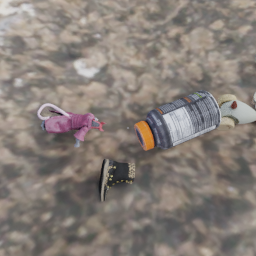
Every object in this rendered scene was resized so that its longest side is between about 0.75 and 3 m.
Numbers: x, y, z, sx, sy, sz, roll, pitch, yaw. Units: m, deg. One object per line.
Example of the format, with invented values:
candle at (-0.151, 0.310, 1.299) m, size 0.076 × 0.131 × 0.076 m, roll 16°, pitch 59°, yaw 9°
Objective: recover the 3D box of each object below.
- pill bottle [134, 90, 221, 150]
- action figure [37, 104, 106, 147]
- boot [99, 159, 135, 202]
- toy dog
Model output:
pill bottle at (1.329, -0.145, 7.850) m, size 2.241 × 1.190 × 1.190 m, roll -22°, pitch 70°, yaw -8°
action figure at (-1.436, -0.231, 7.795) m, size 1.698 × 1.264 × 1.137 m, roll 3°, pitch 49°, yaw 11°
boot at (-0.309, 1.426, 7.557) m, size 0.891 × 0.433 × 1.184 m, roll 5°, pitch 97°, yaw -15°
toy dog at (3.576, -0.495, 8.061) m, size 2.145 × 1.033 × 1.414 m, roll -13°, pitch 74°, yaw -5°
